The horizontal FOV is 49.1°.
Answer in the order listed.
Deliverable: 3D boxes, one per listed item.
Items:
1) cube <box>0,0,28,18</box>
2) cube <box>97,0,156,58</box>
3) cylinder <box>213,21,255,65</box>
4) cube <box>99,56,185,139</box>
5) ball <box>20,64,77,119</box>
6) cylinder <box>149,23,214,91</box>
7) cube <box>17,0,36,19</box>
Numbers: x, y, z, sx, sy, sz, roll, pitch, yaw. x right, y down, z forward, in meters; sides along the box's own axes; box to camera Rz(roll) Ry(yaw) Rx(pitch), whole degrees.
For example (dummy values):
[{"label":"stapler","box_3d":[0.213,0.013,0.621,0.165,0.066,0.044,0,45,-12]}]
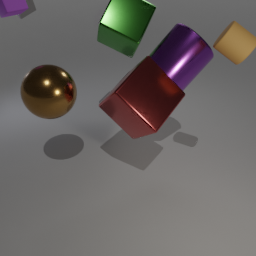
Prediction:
[{"label":"cube","box_3d":[-3.647,-3.907,8.664,0.700,0.700,0.700,-30,22,-34]},{"label":"cube","box_3d":[-0.098,-3.448,9.342,1.400,1.400,1.400,25,-8,-6]},{"label":"cylinder","box_3d":[2.418,-1.916,6.320,0.700,0.700,0.700,36,35,-3]},{"label":"cube","box_3d":[0.331,-0.732,7.365,1.400,1.400,1.400,-50,11,-21]},{"label":"ball","box_3d":[-2.026,-0.925,7.221,1.400,1.400,1.400,0,31,0]},{"label":"cylinder","box_3d":[1.417,-1.932,7.899,1.400,1.400,1.400,41,8,-7]},{"label":"cube","box_3d":[-3.913,-4.589,10.215,0.700,0.700,0.700,-39,78,-14]}]
